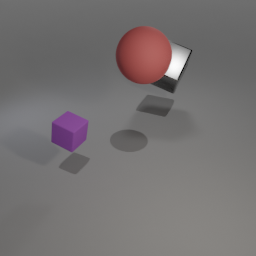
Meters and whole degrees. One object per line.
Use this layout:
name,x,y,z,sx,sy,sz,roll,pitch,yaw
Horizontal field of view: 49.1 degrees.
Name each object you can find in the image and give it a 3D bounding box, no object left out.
cube,1.516,-2.428,11.025,1.400,1.400,1.400,25,-10,8
ball,0.394,-1.800,6.990,1.400,1.400,1.400,0,29,0
cube,-1.569,0.089,7.559,0.700,0.700,0.700,25,38,15
